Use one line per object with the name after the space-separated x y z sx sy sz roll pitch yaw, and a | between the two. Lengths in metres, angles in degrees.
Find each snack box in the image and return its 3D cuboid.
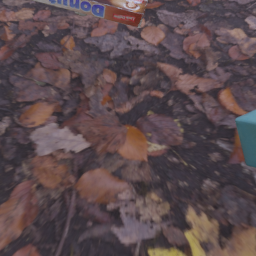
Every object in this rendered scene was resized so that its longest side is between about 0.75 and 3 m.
-0.947 -2.547 5.238 2.628 0.320 0.945 14 49 -2 | snack box

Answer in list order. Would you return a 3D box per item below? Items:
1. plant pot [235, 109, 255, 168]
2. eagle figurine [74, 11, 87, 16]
3.028 0.203 5.171 1.080 1.081 1.530 -23 13 -14 | plant pot
-1.022 -4.027 6.772 2.240 1.699 1.690 -55 28 -8 | eagle figurine
